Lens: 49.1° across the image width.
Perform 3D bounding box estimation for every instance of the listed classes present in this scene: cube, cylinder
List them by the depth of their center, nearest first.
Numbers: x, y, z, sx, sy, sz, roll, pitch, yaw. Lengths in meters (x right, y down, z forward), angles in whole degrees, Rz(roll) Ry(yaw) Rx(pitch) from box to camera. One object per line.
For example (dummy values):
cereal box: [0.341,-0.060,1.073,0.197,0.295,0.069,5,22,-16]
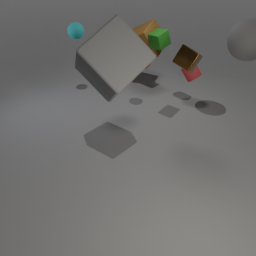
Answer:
cube: [-0.389,-1.724,7.279,1.400,1.400,1.400,-45,6,-11]
cube: [2.119,-2.454,9.952,0.700,0.700,0.700,37,19,16]
cylinder: [2.862,-2.546,12.667,0.700,0.700,0.700,-31,7,4]
cube: [1.438,-4.080,12.854,0.700,0.700,0.700,-38,41,-21]
cube: [0.889,-4.331,14.073,1.400,1.400,1.400,-9,39,42]

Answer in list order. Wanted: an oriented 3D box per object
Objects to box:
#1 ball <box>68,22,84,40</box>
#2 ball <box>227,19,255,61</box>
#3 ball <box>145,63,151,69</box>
ball: [-2.228,-4.152,11.985,0.700,0.700,0.700,0,31,0]
ball: [4.144,-3.015,9.637,1.400,1.400,1.400,0,31,0]
ball: [0.583,-2.717,11.293,0.700,0.700,0.700,0,31,0]
